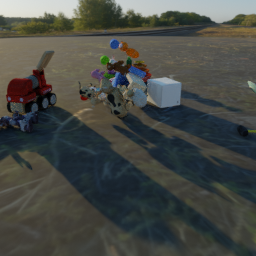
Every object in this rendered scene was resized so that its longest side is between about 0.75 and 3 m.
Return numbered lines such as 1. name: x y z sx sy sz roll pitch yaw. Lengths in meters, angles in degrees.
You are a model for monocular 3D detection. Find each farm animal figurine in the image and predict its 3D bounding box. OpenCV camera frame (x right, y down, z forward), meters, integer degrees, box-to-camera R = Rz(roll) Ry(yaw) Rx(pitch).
1. farm animal figurine: -0.619 -1.124 9.094 2.008 1.986 1.047 -32 5 38

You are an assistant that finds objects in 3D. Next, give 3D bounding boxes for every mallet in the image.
1. mallet: 3.713 0.077 8.129 1.105 0.227 0.364 -1 27 -12

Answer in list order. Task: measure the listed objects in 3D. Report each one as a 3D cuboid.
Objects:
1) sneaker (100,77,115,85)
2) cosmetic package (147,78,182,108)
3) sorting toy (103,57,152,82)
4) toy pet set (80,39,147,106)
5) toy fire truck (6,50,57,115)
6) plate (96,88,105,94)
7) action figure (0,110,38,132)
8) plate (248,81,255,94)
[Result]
1. sneaker: -0.928 -2.147 13.279 0.688 0.435 1.223 5 24 3
2. cosmetic package: 1.370 -1.377 10.764 0.891 0.886 1.065 -11 25 -25
3. sorting toy: -0.063 -3.094 14.721 2.675 1.098 1.607 3 23 10
4. toy pet set: -0.407 -2.095 10.593 2.354 2.521 1.339 17 33 -35
5. toy fire truck: -3.293 -1.639 9.836 1.327 2.062 1.815 6 22 17
6. plate: -1.004 -1.523 12.037 1.682 0.215 1.682 1 22 0
7. action figure: -3.476 -0.234 8.500 1.465 0.508 0.953 3 28 16
8. plate: 5.206 -1.421 11.133 1.203 0.154 1.203 39 14 -12
